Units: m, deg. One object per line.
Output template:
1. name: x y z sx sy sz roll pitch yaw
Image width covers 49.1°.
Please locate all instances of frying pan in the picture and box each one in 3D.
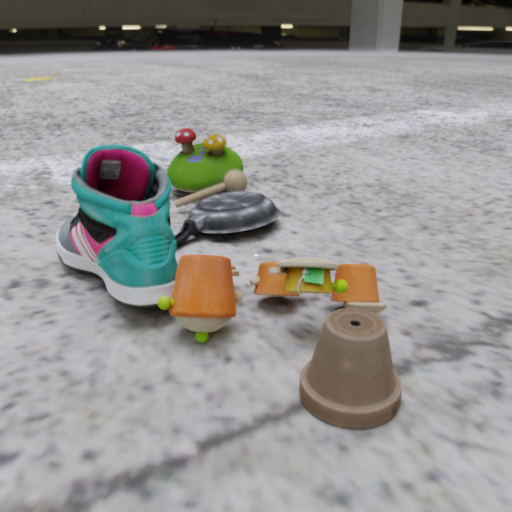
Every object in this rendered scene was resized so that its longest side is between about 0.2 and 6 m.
1. frying pan: -0.988 -0.691 10.308 2.980 0.485 1.802 -14 22 -21

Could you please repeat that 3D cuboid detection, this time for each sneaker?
1. sneaker: -2.162 -0.652 8.116 1.339 1.934 3.203 -14 23 -36

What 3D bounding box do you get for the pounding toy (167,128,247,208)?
1. pounding toy: -1.109 -2.061 11.760 1.677 1.008 2.172 -12 36 -5

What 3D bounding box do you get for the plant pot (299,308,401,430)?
1. plant pot: 1.016 1.108 5.891 1.095 0.955 1.095 1 26 0

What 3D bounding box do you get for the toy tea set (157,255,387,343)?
1. toy tea set: 0.220 0.603 7.342 2.947 1.091 1.753 1 -5 10
